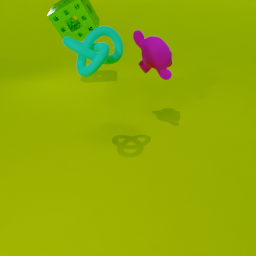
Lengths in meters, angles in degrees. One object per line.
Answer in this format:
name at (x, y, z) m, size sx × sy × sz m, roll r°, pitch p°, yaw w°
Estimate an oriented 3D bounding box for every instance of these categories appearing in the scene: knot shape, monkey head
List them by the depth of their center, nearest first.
knot shape at (-0.634, -1.365, 5.093) m, size 1.112 × 0.514 × 1.041 m, roll -2°, pitch 51°, yaw -1°
monkey head at (0.614, -1.814, 7.256) m, size 1.056 × 1.467 × 0.884 m, roll -36°, pitch 0°, yaw 32°

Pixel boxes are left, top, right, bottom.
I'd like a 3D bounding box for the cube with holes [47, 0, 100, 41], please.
cube with holes at (-1.974, -4.114, 10.461) m, size 1.318 × 1.318 × 1.318 m, roll -23°, pitch 37°, yaw 14°
